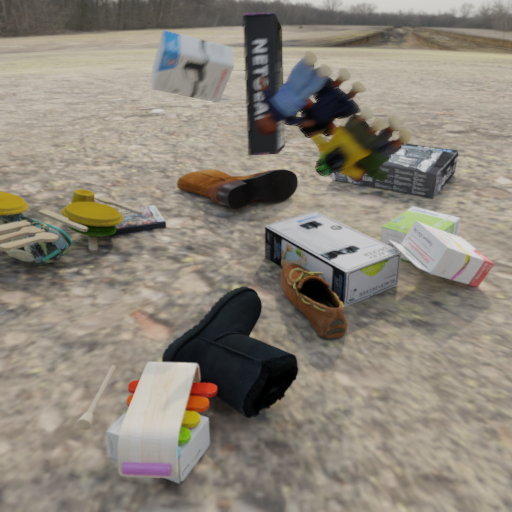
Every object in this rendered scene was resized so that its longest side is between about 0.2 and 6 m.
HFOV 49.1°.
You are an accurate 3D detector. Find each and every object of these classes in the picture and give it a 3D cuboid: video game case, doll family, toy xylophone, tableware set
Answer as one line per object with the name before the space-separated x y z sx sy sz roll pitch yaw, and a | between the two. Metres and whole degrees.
video game case | -2.937 -0.873 13.472 1.308 0.167 1.182 -10 29 -19
doll family | 1.137 -2.070 9.084 2.600 1.503 1.020 47 43 -1
toy xylophone | -1.301 1.850 6.849 1.356 0.465 1.852 5 25 11
tableware set | -4.726 -0.740 11.890 2.882 0.657 4.278 20 22 19

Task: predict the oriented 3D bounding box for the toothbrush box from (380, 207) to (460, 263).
toothbrush box | 3.525 -0.443 12.048 1.122 0.663 1.541 19 33 34

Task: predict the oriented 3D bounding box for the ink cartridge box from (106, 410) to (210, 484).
ink cartridge box | -1.190 2.242 6.912 1.039 0.455 0.755 13 29 22

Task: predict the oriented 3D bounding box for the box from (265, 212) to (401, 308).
box | 1.451 -0.021 11.104 1.457 0.751 2.499 -16 31 -30

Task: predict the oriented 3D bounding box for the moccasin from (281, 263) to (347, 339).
moccasin | 0.954 0.618 9.781 0.747 0.789 2.043 -6 27 -11

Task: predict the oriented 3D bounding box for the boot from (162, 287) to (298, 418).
boot | -0.081 1.360 8.232 1.777 0.808 2.115 16 37 35

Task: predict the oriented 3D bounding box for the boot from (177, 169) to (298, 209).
boot | -0.501 -1.944 15.254 2.471 0.899 2.625 -25 28 -27

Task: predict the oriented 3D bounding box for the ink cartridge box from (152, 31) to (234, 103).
ink cartridge box | -1.040 -3.058 9.143 1.164 0.844 0.487 6 57 -21

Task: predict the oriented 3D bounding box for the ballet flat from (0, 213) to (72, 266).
ballet flat | -5.075 -0.456 11.906 2.772 1.029 1.029 18 31 38

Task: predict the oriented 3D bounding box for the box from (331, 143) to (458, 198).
box | 4.039 -2.645 16.333 3.046 0.758 2.402 16 31 27

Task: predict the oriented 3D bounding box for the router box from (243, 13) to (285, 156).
router box | 0.193 -3.410 11.341 0.657 2.575 1.920 -1 15 6

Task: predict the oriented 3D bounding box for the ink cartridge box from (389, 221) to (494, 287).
ink cartridge box | 3.472 -0.066 10.515 1.757 0.593 1.023 14 25 -33
